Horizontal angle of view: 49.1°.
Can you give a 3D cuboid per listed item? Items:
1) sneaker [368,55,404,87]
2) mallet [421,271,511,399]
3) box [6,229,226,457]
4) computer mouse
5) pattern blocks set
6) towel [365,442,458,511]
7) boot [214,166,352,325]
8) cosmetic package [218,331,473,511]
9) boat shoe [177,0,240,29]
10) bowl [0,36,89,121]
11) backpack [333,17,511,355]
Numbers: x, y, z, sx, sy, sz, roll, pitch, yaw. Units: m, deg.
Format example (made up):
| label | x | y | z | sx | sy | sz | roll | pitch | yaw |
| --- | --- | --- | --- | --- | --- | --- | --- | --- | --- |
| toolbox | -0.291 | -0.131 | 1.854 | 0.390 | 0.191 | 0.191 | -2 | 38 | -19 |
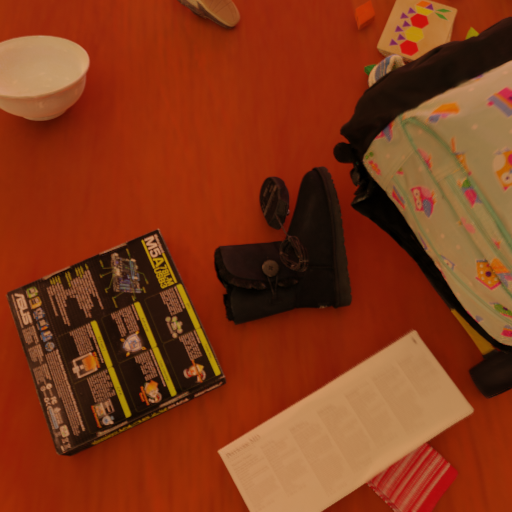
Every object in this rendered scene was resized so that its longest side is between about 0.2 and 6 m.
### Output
| label | x | y | z | sx | sy | sz | roll | pitch | yaw |
| --- | --- | --- | --- | --- | --- | --- | --- | --- | --- |
| sneaker | 2.818 | -2.749 | 10.334 | 0.792 | 0.806 | 2.093 | -33 | 84 | -13 |
| mallet | 3.156 | 0.994 | 8.957 | 0.902 | 0.564 | 2.740 | -44 | 72 | 15 |
| box | -2.236 | 1.299 | 8.930 | 2.696 | 0.663 | 2.791 | -24 | 70 | -11 |
| computer mouse | 0.522 | -0.553 | 9.209 | 0.411 | 0.708 | 2.416 | 9 | 37 | -22 |
| pattern blocks set | 3.297 | -4.590 | 11.393 | 2.626 | 0.242 | 2.987 | 29 | 73 | 10 |
| towel | 2.152 | 3.141 | 8.461 | 1.521 | 0.171 | 1.100 | 42 | 74 | 15 |
| boot | 0.344 | -0.213 | 9.272 | 2.131 | 0.969 | 2.536 | -6 | 78 | -6 |
| cosmetic package | 1.269 | 2.584 | 8.144 | 3.395 | 0.860 | 1.401 | -28 | 70 | -10 |
| boat shoe | -1.125 | -5.227 | 11.500 | 1.730 | 0.561 | 0.622 | 33 | 62 | -8 |
| bowl | -4.044 | -3.156 | 10.369 | 2.022 | 0.909 | 2.022 | 2 | 49 | -2 |
| backpack | 3.581 | -0.821 | 7.611 | 3.700 | 2.807 | 4.434 | -26 | 76 | -2 |
